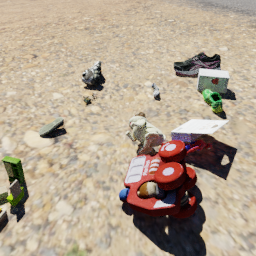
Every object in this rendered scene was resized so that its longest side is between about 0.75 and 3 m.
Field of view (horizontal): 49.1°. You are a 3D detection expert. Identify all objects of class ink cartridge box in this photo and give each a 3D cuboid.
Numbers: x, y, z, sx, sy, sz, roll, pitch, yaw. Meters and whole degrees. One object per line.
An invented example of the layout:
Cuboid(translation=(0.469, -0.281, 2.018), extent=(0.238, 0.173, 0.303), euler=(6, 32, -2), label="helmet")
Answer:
Cuboid(translation=(2.769, 0.086, 10.660), extent=(1.595, 0.400, 1.838), euler=(4, 19, 38), label="ink cartridge box")

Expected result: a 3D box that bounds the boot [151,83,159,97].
Cuboid(translation=(1.335, -1.947, 14.152), extent=(0.354, 0.460, 0.962), euler=(-31, 21, 21), label="boot")

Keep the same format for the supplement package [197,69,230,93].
Cuboid(translation=(4.412, -2.463, 14.598), extent=(1.488, 0.902, 0.891), euler=(7, 35, 10), label="supplement package")

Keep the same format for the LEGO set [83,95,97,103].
Cuboid(translation=(-1.888, -1.380, 13.692), extent=(0.893, 0.253, 0.580), euler=(-14, 37, -41), label="LEGO set")

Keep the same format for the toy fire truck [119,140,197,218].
Cuboid(translation=(0.855, 1.622, 8.514), extent=(2.169, 1.448, 2.583), euler=(-14, 29, 23), label="toy fire truck")

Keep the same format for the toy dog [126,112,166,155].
Cuboid(translation=(0.610, 0.041, 10.371), extent=(1.424, 1.025, 1.468), euler=(-15, 48, -29), label="toy dog")

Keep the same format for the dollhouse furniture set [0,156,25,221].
Cuboid(translation=(-3.938, 1.931, 8.236), extent=(1.172, 0.905, 2.345), euler=(10, 36, 15), label="dollhouse furniture set")

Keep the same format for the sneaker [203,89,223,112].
Cuboid(translation=(4.073, -1.423, 13.232), extent=(0.656, 0.741, 1.772), euler=(-5, 34, -6), label="sneaker")

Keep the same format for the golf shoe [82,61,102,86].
Cuboid(translation=(-2.010, -3.142, 15.626), extent=(1.060, 0.872, 2.243), euler=(1, 34, 1), label="golf shoe")

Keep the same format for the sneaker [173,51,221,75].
Cuboid(translation=(4.049, -3.879, 16.363), extent=(2.845, 1.228, 1.143), euler=(-2, 33, -3), label="sneaker")

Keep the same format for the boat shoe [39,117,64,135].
Cuboid(translation=(-3.127, -0.015, 11.553), extent=(1.165, 0.363, 0.435), euler=(-36, 53, -20), label="boat shoe")

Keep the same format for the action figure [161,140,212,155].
Cuboid(translation=(2.113, 0.713, 10.203), extent=(1.847, 0.477, 0.604), euler=(-7, 20, 15), label="action figure")
